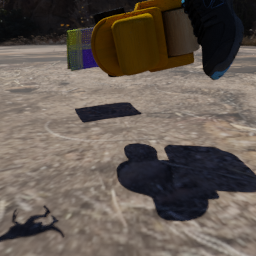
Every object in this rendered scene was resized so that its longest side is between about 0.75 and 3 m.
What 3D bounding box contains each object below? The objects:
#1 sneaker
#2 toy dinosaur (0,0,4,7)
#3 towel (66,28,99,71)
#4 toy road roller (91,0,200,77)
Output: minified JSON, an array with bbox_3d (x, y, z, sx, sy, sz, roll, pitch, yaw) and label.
[{"bbox_3d":[1.498,-2.144,5.380,1.101,2.689,0.984,10,-23,-9],"label":"sneaker"},{"bbox_3d":[-2.720,-3.119,5.949,1.050,1.157,0.608,-4,12,-41],"label":"toy dinosaur"},{"bbox_3d":[-1.280,-3.115,11.010,2.277,1.636,0.259,-13,37,-26],"label":"towel"},{"bbox_3d":[0.508,-2.158,6.882,2.839,1.744,2.072,-13,23,-1],"label":"toy road roller"}]
